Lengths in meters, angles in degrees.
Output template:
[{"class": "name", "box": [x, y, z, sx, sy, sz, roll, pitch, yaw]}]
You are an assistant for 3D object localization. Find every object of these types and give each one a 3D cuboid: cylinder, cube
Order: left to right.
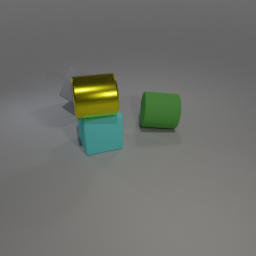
[{"class": "cube", "box": [-1.908, -1.719, 12.414, 1.400, 1.400, 1.400, 29, 9, 39]}, {"class": "cylinder", "box": [-1.110, -1.053, 9.263, 1.400, 1.400, 1.400, -8, 32, -12]}, {"class": "cube", "box": [-1.047, -0.052, 10.352, 1.400, 1.400, 1.400, -10, 33, -16]}, {"class": "cylinder", "box": [1.270, -0.715, 11.229, 1.400, 1.400, 1.400, 4, 31, -5]}]
